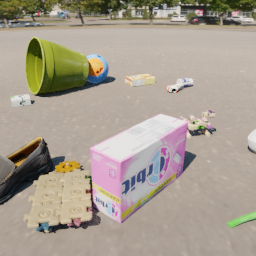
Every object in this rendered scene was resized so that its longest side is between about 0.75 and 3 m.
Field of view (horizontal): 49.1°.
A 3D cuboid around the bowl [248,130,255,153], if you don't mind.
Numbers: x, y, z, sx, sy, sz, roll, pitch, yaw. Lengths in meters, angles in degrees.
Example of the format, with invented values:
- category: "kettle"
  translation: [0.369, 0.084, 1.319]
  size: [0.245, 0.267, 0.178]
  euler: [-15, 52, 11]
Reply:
- category: "bowl"
  translation: [4.850, 0.567, 9.262]
  size: [1.515, 0.566, 1.518]
  euler: [21, 32, 38]

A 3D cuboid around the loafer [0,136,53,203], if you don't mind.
- category: "loafer"
  translation: [-3.305, 1.149, 7.411]
  size: [1.064, 1.056, 2.923]
  euler: [15, 29, 27]

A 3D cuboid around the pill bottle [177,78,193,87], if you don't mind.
- category: "pill bottle"
  translation: [3.301, -2.619, 16.188]
  size: [0.857, 0.513, 0.513]
  euler: [-8, 26, -20]

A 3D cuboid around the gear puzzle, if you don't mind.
- category: "gear puzzle"
  translation: [-1.702, 1.629, 7.300]
  size: [1.520, 0.384, 2.934]
  euler: [-6, 22, -7]

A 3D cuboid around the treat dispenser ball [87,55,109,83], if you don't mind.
- category: "treat dispenser ball"
  translation: [-2.008, -3.546, 16.833]
  size: [1.689, 1.689, 1.689]
  euler: [0, 25, 0]

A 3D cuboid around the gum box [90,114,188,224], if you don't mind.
- category: "gum box"
  translation: [0.440, 0.856, 7.303]
  size: [0.972, 1.669, 2.940]
  euler: [20, 32, 37]

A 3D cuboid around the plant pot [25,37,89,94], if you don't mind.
- category: "plant pot"
  translation: [-3.769, -3.294, 15.348]
  size: [2.824, 2.933, 2.933]
  euler: [-4, 23, -36]

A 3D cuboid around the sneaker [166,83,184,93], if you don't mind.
- category: "sneaker"
  translation: [2.657, -2.146, 15.425]
  size: [1.144, 0.403, 0.535]
  euler: [-11, 45, -26]

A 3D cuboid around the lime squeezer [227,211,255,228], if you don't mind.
- category: "lime squeezer"
  translation: [3.397, 1.822, 6.900]
  size: [0.892, 0.476, 2.525]
  euler: [-19, 7, 46]

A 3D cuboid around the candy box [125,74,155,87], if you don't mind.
- category: "candy box"
  translation: [0.733, -2.881, 16.821]
  size: [1.579, 0.437, 0.911]
  euler: [-11, 27, -23]

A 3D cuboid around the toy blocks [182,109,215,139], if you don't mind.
- category: "toy blocks"
  translation: [2.555, -0.285, 10.477]
  size: [1.005, 1.075, 0.905]
  euler: [-5, 31, -10]

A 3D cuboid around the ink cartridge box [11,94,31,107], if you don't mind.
- category: "ink cartridge box"
  translation: [-5.167, -1.321, 13.528]
  size: [0.866, 0.360, 0.635]
  euler: [-11, 30, -22]
